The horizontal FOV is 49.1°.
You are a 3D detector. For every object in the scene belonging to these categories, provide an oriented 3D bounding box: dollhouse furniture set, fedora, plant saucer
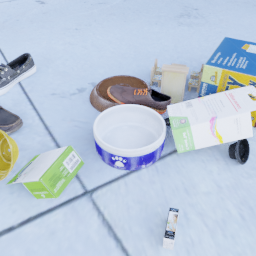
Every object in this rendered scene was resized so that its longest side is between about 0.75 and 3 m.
[{"bbox_3d":[1.952,-2.212,11.317,2.084,1.476,2.269,10,41,11],"label":"dollhouse furniture set"},{"bbox_3d":[3.366,0.679,8.594,0.424,0.928,0.928,-6,28,45],"label":"fedora"},{"bbox_3d":[-0.226,-1.420,11.189,2.664,0.459,2.664,1,41,0],"label":"plant saucer"}]

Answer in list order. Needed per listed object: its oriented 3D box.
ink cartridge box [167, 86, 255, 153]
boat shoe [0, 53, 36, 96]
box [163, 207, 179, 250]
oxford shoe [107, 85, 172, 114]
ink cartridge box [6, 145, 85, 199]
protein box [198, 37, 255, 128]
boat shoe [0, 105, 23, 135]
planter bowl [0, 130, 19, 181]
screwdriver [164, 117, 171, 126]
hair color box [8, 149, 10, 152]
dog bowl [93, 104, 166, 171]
[{"bbox_3d":[2.751,-0.303,8.745,2.815,0.948,1.649,-14,30,10],"label":"ink cartridge box"},{"bbox_3d":[-5.085,-2.316,11.806,1.040,0.986,2.975,22,46,25],"label":"boat shoe"},{"bbox_3d":[1.027,2.378,6.647,0.249,0.483,0.828,9,42,14],"label":"box"},{"bbox_3d":[0.435,-1.203,10.054,2.325,0.843,0.827,12,58,-13],"label":"oxford shoe"},{"bbox_3d":[-2.337,1.284,7.875,1.846,0.699,1.365,-15,27,39],"label":"ink cartridge box"},{"bbox_3d":[4.450,-1.746,10.396,2.856,1.927,2.835,19,44,22],"label":"protein box"},{"bbox_3d":[-4.947,-0.502,9.638,2.765,1.014,1.030,12,42,14],"label":"boat shoe"},{"bbox_3d":[-3.298,0.623,7.305,1.423,1.423,0.593,21,15,23],"label":"planter bowl"},{"bbox_3d":[1.946,-0.403,10.068,2.028,0.283,0.295,-19,73,-17],"label":"screwdriver"},{"bbox_3d":[-4.006,0.707,8.773,0.471,0.288,0.951,15,43,17],"label":"hair color box"},{"bbox_3d":[0.053,0.238,8.863,2.244,0.884,2.244,0,40,0],"label":"dog bowl"}]
